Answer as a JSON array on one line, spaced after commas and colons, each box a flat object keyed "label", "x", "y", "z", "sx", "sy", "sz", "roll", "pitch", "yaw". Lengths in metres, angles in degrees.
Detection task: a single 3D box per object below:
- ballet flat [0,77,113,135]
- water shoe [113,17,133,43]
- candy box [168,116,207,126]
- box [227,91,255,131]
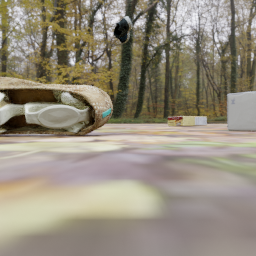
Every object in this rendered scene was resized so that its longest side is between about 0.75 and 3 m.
[{"label": "ballet flat", "x": -1.126, "y": -0.206, "z": 3.002, "sx": 1.910, "sy": 0.673, "sz": 0.624, "roll": -4, "pitch": 16, "yaw": -1}, {"label": "water shoe", "x": -0.310, "y": -3.795, "z": 11.009, "sx": 0.672, "sy": 0.609, "sz": 1.703, "roll": -27, "pitch": -4, "yaw": -12}, {"label": "candy box", "x": 2.540, "y": -0.281, "z": 11.943, "sx": 1.516, "sy": 0.419, "sz": 0.875, "roll": -2, "pitch": 1, "yaw": -37}, {"label": "box", "x": 2.562, "y": -0.282, "z": 5.202, "sx": 1.686, "sy": 0.656, "sz": 0.801, "roll": -1, "pitch": 1, "yaw": -45}]
